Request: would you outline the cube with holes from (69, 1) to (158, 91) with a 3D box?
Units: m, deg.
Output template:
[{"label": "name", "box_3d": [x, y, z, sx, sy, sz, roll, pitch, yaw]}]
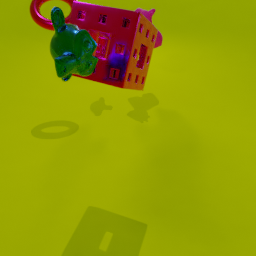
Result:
[{"label": "cube with holes", "box_3d": [-0.301, -1.431, 5.144, 1.206, 1.206, 1.206, 17, 11, 17]}]

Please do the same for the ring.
[{"label": "ring", "box_3d": [-2.156, -3.514, 8.317, 1.485, 0.297, 1.485, 2, 68, -6]}]

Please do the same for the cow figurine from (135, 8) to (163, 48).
[{"label": "cow figurine", "box_3d": [0.683, -3.331, 9.552, 0.869, 1.584, 1.558, -58, 26, -5]}]

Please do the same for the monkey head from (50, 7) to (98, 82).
[{"label": "monkey head", "box_3d": [-0.800, -0.963, 3.637, 0.631, 1.047, 0.753, 24, 46, 26]}]
